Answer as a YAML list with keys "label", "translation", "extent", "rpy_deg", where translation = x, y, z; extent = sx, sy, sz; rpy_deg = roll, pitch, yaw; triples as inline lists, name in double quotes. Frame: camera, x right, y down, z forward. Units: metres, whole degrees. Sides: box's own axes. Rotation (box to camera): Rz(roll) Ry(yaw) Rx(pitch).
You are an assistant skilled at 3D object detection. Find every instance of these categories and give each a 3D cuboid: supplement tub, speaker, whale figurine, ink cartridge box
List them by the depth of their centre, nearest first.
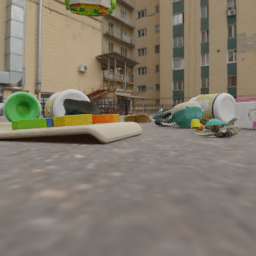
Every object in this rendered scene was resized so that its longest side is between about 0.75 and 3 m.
- label: "ink cartridge box"
  translation: [4.468, -0.370, 8.131]
  extent: [1.515, 0.878, 2.601]
  rpy_deg: [-1, 3, -11]
- label: "supplement tub"
  translation: [-1.953, -0.580, 8.909]
  extent: [1.195, 1.195, 1.655]
  rpy_deg: [-2, 3, -27]
- label: "whale figurine"
  translation: [2.008, -0.294, 9.505]
  extent: [1.214, 0.792, 1.526]
  rpy_deg: [-13, -22, 4]
- label: "speaker"
  translation: [-4.098, -0.710, 10.891]
  extent: [1.319, 1.319, 2.982]
  rpy_deg: [-1, 3, -21]
- label: "supplement tub"
  translation: [3.568, -0.811, 12.110]
  extent: [1.313, 1.313, 1.818]
  rpy_deg: [-2, 4, -32]

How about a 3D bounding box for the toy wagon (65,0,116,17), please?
- label: "toy wagon"
  translation: [-1.386, -4.360, 10.118]
  extent: [1.719, 0.438, 2.215]
  rpy_deg: [1, 10, -11]

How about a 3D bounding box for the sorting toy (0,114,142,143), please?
- label: "sorting toy"
  translation: [-1.259, -0.058, 5.957]
  extent: [2.654, 0.484, 2.456]
  rpy_deg: [1, 3, 19]

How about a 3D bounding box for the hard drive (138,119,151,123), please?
- label: "hard drive"
  translation: [0.588, -0.400, 14.949]
  extent: [0.804, 0.189, 1.152]
  rpy_deg: [3, 4, 39]

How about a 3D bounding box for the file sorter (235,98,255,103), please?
- label: "file sorter"
  translation: [6.402, -0.936, 14.772]
  extent: [1.418, 1.279, 2.040]
  rpy_deg: [-1, 3, -6]

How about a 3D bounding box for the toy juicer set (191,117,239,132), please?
- label: "toy juicer set"
  translation: [2.358, -0.030, 7.623]
  extent: [1.225, 0.333, 0.779]
  rpy_deg: [-4, -15, 18]

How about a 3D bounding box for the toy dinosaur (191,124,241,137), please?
- label: "toy dinosaur"
  translation: [1.870, 0.087, 5.764]
  extent: [1.038, 0.246, 0.457]
  rpy_deg: [0, -11, -1]

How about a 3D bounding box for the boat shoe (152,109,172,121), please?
- label: "boat shoe"
  translation: [2.091, -0.719, 15.684]
  extent: [0.871, 0.739, 2.393]
  rpy_deg: [-1, 3, -22]

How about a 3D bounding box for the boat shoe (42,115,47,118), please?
- label: "boat shoe"
  translation: [-3.109, -0.307, 11.031]
  extent: [0.458, 0.430, 1.272]
  rpy_deg: [-2, 4, -37]

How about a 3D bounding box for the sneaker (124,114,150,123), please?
- label: "sneaker"
  translation: [0.441, -0.494, 13.862]
  extent: [1.325, 0.497, 0.597]
  rpy_deg: [1, 9, 0]

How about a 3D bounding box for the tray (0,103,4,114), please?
- label: "tray"
  translation: [-5.875, -0.510, 11.723]
  extent: [1.334, 0.276, 2.485]
  rpy_deg: [-47, 28, -26]

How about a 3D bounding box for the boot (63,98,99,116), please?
- label: "boot"
  translation: [-1.224, -0.254, 7.177]
  extent: [0.979, 1.077, 0.391]
  rpy_deg: [17, 50, 5]

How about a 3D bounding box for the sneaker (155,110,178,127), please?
- label: "sneaker"
  translation: [1.584, -0.392, 10.594]
  extent: [1.436, 0.650, 0.477]
  rpy_deg: [-2, 3, -32]
